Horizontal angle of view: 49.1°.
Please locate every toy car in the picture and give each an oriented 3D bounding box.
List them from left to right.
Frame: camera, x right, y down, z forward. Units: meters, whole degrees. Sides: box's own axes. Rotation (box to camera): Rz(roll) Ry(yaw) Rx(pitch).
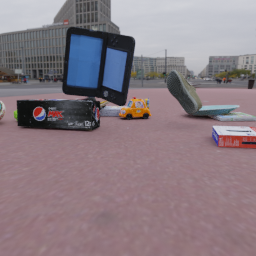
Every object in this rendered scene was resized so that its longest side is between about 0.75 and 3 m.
[{"bbox_3d":[0.373,-1.082,13.546,1.467,0.996,2.992,1,11,3],"label":"toy car"}]

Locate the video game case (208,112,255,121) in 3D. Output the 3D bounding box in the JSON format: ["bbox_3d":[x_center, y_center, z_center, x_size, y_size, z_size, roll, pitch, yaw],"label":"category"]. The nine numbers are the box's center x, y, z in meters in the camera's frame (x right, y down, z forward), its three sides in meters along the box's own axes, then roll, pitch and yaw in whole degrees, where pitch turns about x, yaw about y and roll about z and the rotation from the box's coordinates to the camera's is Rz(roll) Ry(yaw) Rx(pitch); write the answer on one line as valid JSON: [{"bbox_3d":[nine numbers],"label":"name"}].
[{"bbox_3d":[4.668,-0.531,12.699,1.588,0.192,1.745,-1,10,-1],"label":"video game case"}]

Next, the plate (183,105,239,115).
[{"bbox_3d":[3.919,-0.834,13.289,2.566,0.328,2.566,-5,6,1],"label":"plate"}]

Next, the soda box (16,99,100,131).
[{"bbox_3d":[-2.527,-0.528,10.256,2.943,1.041,0.932,3,7,13],"label":"soda box"}]

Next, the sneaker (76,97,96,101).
[{"bbox_3d":[-2.879,-1.565,17.631,1.644,0.622,0.950,-7,12,26],"label":"sneaker"}]

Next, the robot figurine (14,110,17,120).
[{"bbox_3d":[-4.379,-0.548,11.845,0.943,0.545,0.827,4,11,22],"label":"robot figurine"}]

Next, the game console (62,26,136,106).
[{"bbox_3d":[-1.040,-2.058,9.520,1.404,2.373,2.025,-11,27,-44],"label":"game console"}]

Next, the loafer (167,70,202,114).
[{"bbox_3d":[2.125,-1.350,10.530,0.690,1.981,0.745,-6,-29,-39],"label":"loafer"}]

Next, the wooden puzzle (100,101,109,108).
[{"bbox_3d":[-1.592,-0.924,13.539,1.929,0.226,1.302,-32,13,-37],"label":"wooden puzzle"}]

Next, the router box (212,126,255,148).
[{"bbox_3d":[3.138,0.241,8.002,1.270,0.346,1.415,2,10,9],"label":"router box"}]

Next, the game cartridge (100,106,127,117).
[{"bbox_3d":[-0.350,-0.838,13.909,2.170,0.451,1.445,0,6,1],"label":"game cartridge"}]

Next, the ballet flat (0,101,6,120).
[{"bbox_3d":[-5.785,-0.683,11.633,2.859,1.081,0.914,11,-24,34],"label":"ballet flat"}]
